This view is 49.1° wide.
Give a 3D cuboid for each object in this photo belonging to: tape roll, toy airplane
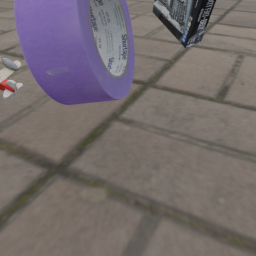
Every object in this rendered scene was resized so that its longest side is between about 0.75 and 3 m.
[{"bbox_3d":[-0.680,-1.527,4.554,0.959,2.256,2.256,-3,33,20],"label":"tape roll"},{"bbox_3d":[-3.099,-1.196,6.551,1.198,0.849,1.204,-13,44,-14],"label":"toy airplane"}]

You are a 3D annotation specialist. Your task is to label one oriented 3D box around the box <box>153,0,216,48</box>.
[{"bbox_3d":[1.769,-4.230,8.533,0.680,2.734,2.156,-21,61,-20],"label":"box"}]
